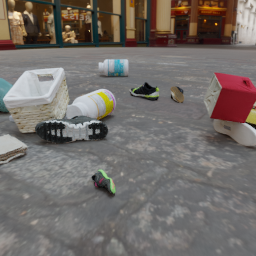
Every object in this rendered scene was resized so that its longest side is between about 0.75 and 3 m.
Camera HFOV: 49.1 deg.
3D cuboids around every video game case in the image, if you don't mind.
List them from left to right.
[{"bbox_3d":[-3.657,-0.651,12.962,2.329,0.281,2.555,9,23,23],"label":"video game case"}]

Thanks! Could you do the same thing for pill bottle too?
[{"bbox_3d":[-1.605,-0.882,12.249,1.250,1.250,2.397,10,23,25],"label":"pill bottle"},{"bbox_3d":[-1.162,-4.880,22.701,2.369,1.312,1.312,0,21,-1],"label":"pill bottle"}]

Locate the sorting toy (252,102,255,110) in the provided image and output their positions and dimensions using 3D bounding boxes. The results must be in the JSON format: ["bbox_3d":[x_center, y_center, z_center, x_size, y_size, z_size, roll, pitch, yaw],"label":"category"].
[{"bbox_3d":[6.456,-0.865,13.110,1.379,0.484,2.860,5,14,14],"label":"sorting toy"}]

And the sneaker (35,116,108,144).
[{"bbox_3d":[-2.112,0.008,10.545,2.599,0.864,1.176,-1,18,-14],"label":"sneaker"}]

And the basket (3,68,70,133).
[{"bbox_3d":[-3.558,-1.157,11.463,1.800,1.638,2.655,-4,34,5],"label":"basket"}]

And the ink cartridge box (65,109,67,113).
[{"bbox_3d":[-3.403,-0.854,12.676,1.174,0.294,0.945,-8,25,-26],"label":"ink cartridge box"}]

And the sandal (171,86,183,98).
[{"bbox_3d":[2.994,-2.226,16.951,0.744,0.419,1.956,3,21,9],"label":"sandal"}]

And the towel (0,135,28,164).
[{"bbox_3d":[-4.571,0.829,8.962,2.326,0.401,1.541,-19,26,-40],"label":"towel"}]

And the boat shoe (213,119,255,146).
[{"bbox_3d":[4.187,0.075,10.551,0.774,0.813,2.259,-9,13,-19],"label":"boat shoe"}]

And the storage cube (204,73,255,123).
[{"bbox_3d":[3.556,-1.083,9.830,1.282,1.427,1.219,7,36,-3],"label":"storage cube"}]

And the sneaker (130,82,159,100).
[{"bbox_3d":[1.000,-2.248,16.308,0.790,0.912,2.202,-19,28,-41],"label":"sneaker"}]

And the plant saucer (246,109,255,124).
[{"bbox_3d":[4.813,-0.608,11.581,2.028,0.491,2.028,14,13,-4],"label":"plant saucer"}]

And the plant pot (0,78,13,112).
[{"bbox_3d":[-5.979,-1.477,13.609,1.235,1.539,1.539,27,28,13],"label":"plant pot"}]

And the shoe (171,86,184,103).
[{"bbox_3d":[2.773,-1.812,15.785,0.516,0.394,1.475,-5,40,-10],"label":"shoe"}]

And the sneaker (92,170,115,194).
[{"bbox_3d":[-0.649,1.474,7.373,0.434,0.397,1.035,-27,26,-20],"label":"sneaker"}]
